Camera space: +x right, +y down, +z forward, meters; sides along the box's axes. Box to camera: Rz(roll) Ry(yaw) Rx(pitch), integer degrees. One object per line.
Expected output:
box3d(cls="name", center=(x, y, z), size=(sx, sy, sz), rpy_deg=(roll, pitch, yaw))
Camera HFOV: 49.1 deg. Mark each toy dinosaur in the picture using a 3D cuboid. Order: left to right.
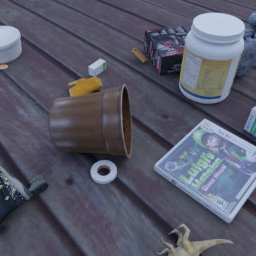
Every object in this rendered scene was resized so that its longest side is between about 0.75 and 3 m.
box3d(cls="toy dinosaur", center=(1.465, 3.030, 7.063), size=(2.084, 0.607, 1.054), rpy_deg=(-24, 65, -13))

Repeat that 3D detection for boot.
box3d(cls="boot", center=(-3.841, 1.929, 7.885), size=(2.095, 0.756, 1.582), rpy_deg=(22, 59, 36))
box3d(cls="boot", center=(-2.868, 1.785, 8.419), size=(0.882, 0.299, 0.576), rpy_deg=(-30, 40, -26))
box3d(cls="boot", center=(-1.660, -1.513, 11.305), size=(1.337, 0.657, 1.868), rpy_deg=(-16, 40, -6))

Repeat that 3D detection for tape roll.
box3d(cls="tape roll", center=(-0.762, 1.381, 8.845), size=(0.832, 0.152, 0.832), rpy_deg=(0, 46, 0))

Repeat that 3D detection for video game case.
box3d(cls="video game case", center=(2.785, 1.132, 8.956), size=(2.687, 0.345, 2.956), rpy_deg=(33, 54, 29))

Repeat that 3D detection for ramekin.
box3d(cls="ramekin", center=(-6.202, -3.968, 13.517), size=(2.204, 1.027, 2.204), rpy_deg=(0, 46, 0))

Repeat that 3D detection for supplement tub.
box3d(cls="supplement tub", center=(3.192, -2.651, 10.868), size=(2.117, 2.927, 2.117), rpy_deg=(0, 45, 0))

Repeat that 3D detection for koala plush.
box3d(cls="koala plush", center=(4.328, -3.756, 12.422), size=(2.821, 2.502, 2.593), rpy_deg=(30, 63, 22))

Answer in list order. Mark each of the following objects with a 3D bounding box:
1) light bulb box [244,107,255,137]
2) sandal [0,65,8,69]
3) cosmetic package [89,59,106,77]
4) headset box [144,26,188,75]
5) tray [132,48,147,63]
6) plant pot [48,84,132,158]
box3d(cls="light bulb box", center=(5.354, -0.156, 9.726), size=(1.678, 1.056, 1.693), rpy_deg=(-26, 51, -23))
box3d(cls="sandal", center=(-6.123, -2.898, 12.981), size=(1.002, 0.287, 0.384), rpy_deg=(-9, 46, -8))
box3d(cls="cosmetic package", center=(-1.392, -2.726, 12.701), size=(0.353, 0.448, 0.833), rpy_deg=(27, 53, 22))
box3d(cls="headset box", center=(2.109, -3.612, 13.156), size=(2.036, 1.028, 2.739), rpy_deg=(-11, 46, -11))
box3d(cls="tray", center=(0.534, -3.438, 13.250), size=(0.785, 0.145, 0.387), rpy_deg=(44, 32, -2))
box3d(cls="plant pot", center=(-1.135, -0.160, 9.050), size=(2.317, 2.340, 2.340), rpy_deg=(-3, 45, 8))
